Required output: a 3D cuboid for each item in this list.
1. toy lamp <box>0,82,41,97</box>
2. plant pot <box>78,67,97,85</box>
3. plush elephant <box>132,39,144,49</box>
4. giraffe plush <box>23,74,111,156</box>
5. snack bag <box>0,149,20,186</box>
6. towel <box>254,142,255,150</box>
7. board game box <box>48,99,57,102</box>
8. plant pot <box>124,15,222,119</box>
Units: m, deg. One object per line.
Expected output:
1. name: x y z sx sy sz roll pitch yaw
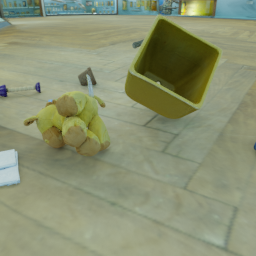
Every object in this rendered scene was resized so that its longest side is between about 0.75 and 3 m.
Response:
1. toy lamp: -4.628 -1.618 11.805 1.793 0.522 0.522 -7 28 -19
2. plant pot: -1.919 -2.320 12.961 0.718 0.823 0.823 -21 30 -4
3. plush elephant: 0.923 -2.923 10.778 1.288 0.997 1.061 -30 46 3
4. giraffe plush: -1.769 -0.186 7.752 1.859 1.978 2.292 -18 57 20
5. snack bag: -3.445 1.051 6.892 1.420 0.161 1.506 -10 29 -20
6. towel: 4.463 0.678 7.255 1.140 0.496 2.043 -20 33 -33
7. board game box: -2.157 -0.821 10.442 1.517 0.277 1.147 -7 27 -15
8. plant pot: 1.177 -1.621 9.112 2.309 2.362 2.294 28 68 -5
